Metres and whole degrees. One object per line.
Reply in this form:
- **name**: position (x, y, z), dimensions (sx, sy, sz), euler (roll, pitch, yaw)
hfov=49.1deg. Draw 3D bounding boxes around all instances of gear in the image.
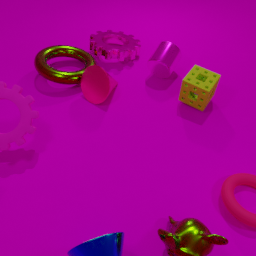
- **gear**: position (-2.931, -0.276, 6.578), dimensions (1.567, 1.567, 0.290), euler (-11, 3, -11)
- **gear**: position (-0.478, -3.065, 10.316), dimensions (1.883, 0.348, 1.883), euler (6, 40, -5)

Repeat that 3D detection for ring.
- **ring**: position (2.711, 1.544, 6.110), dimensions (1.349, 0.270, 1.349), euler (4, 42, -4)
- **ring**: position (-2.062, -2.147, 9.360), dimensions (2.061, 0.412, 2.061), euler (8, 43, -8)

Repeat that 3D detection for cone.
- **cone**: position (-0.664, -1.393, 8.807), dimensions (1.154, 1.154, 1.158), euler (32, 27, 27)
- **cone**: position (-0.387, 2.489, 4.750), dimensions (1.059, 1.059, 1.063), euler (-15, 61, -14)

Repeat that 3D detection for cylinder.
- **cylinder**: position (1.195, -2.246, 9.244), dimensions (0.874, 0.874, 0.874), euler (23, 69, 21)

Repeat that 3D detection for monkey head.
- **monkey head**: position (1.057, 1.998, 5.202), dimensions (0.856, 1.022, 1.420), euler (-49, 26, -24)

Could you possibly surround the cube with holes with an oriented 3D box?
- **cube with holes**: position (2.085, -1.176, 8.227), dimensions (0.814, 0.814, 0.814), euler (29, 57, 20)
